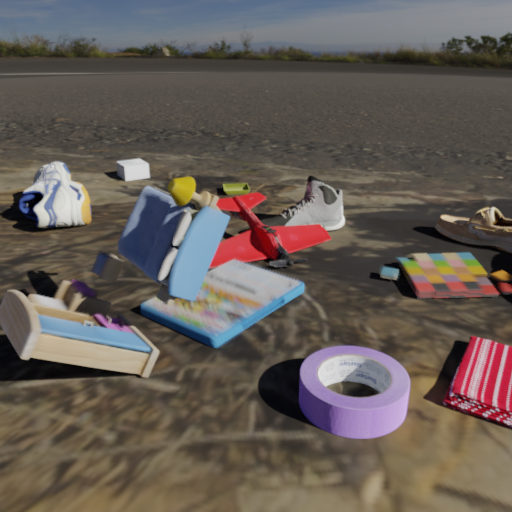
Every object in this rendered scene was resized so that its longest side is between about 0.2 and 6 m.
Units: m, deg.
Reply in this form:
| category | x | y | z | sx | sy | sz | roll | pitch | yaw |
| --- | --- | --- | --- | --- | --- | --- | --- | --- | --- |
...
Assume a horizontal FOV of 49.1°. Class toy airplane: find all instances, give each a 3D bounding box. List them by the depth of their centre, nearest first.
| category | x | y | z | sx | sy | sz | roll | pitch | yaw |
| --- | --- | --- | --- | --- | --- | --- | --- | --- | --- |
| toy airplane | 0.047 | -0.575 | 11.345 | 2.895 | 0.533 | 2.895 | 2 | 32 | -1 |

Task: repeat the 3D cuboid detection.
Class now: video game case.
| category | x | y | z | sx | sy | sz | roll | pitch | yaw |
| --- | --- | --- | --- | --- | --- | --- | --- | --- | --- |
| video game case | -0.501 | 0.686 | 9.104 | 1.607 | 0.200 | 2.245 | 18 | 29 | 35 |

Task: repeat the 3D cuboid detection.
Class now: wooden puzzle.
| category | x | y | z | sx | sy | sz | roll | pitch | yaw |
| --- | --- | --- | --- | --- | --- | --- | --- | --- | --- |
| wooden puzzle | 3.331 | 0.319 | 9.805 | 2.278 | 0.160 | 1.351 | -2 | 27 | -1 |

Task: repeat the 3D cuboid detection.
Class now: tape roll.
| category | x | y | z | sx | sy | sz | roll | pitch | yaw |
| --- | --- | --- | --- | --- | --- | --- | --- | --- | --- |
| tape roll | 1.159 | 1.591 | 6.707 | 1.287 | 0.422 | 1.287 | 0 | 22 | 0 |

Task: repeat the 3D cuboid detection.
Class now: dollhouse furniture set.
| category | x | y | z | sx | sy | sz | roll | pitch | yaw |
| --- | --- | --- | --- | --- | --- | --- | --- | --- | --- |
| dollhouse furniture set | -2.027 | -0.123 | 7.349 | 1.698 | 2.602 | 2.457 | 22 | 4 | -42 |

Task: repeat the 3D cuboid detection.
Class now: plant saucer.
| category | x | y | z | sx | sy | sz | roll | pitch | yaw |
| --- | --- | --- | --- | --- | --- | --- | --- | --- | --- |
| plant saucer | -0.532 | -1.750 | 14.858 | 0.675 | 0.162 | 0.676 | -2 | 23 | -6 |

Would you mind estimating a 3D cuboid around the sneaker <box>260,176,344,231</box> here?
| category | x | y | z | sx | sy | sz | roll | pitch | yaw |
| --- | --- | --- | --- | --- | --- | --- | --- | --- | --- |
| sneaker | 0.923 | -1.104 | 11.989 | 2.116 | 1.222 | 0.794 | -9 | 25 | -22 |

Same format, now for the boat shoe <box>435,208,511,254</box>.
| category | x | y | z | sx | sy | sz | roll | pitch | yaw |
| --- | --- | --- | --- | --- | --- | --- | --- | --- | --- |
| boat shoe | 4.796 | -0.614 | 11.411 | 2.234 | 0.773 | 0.824 | 17 | 29 | 35 |

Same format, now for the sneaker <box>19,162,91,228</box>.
| category | x | y | z | sx | sy | sz | roll | pitch | yaw |
| --- | --- | --- | --- | --- | --- | --- | --- | --- | --- |
| sneaker | -4.887 | -1.455 | 12.965 | 1.306 | 1.115 | 2.962 | -14 | 26 | -30 |

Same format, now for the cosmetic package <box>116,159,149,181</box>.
| category | x | y | z | sx | sy | sz | roll | pitch | yaw |
| --- | --- | --- | --- | --- | --- | --- | --- | --- | --- |
| cosmetic package | -3.578 | -2.501 | 16.255 | 0.731 | 0.451 | 0.734 | -14 | 28 | -29 |

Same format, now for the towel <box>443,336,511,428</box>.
| category | x | y | z | sx | sy | sz | roll | pitch | yaw |
| --- | --- | --- | --- | --- | --- | --- | --- | --- | --- |
| towel | 3.652 | 1.654 | 6.773 | 2.359 | 0.265 | 1.706 | 13 | 25 | 28 |
